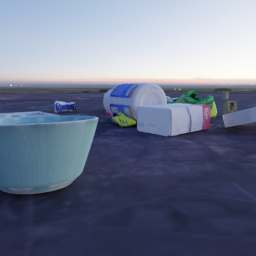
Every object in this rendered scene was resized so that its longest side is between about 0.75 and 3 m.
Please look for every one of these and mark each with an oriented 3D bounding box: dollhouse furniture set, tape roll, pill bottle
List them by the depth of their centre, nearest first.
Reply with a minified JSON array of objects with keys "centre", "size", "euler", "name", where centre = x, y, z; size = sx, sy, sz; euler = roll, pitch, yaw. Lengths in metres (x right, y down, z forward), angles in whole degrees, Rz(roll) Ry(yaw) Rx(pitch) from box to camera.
[{"centre":[4.453,-0.504,9.329],"size":[2.500,0.457,2.500],"euler":[-12,-3,-1],"name":"tape roll"},{"centre":[0.126,-1.011,11.258],"size":[1.561,1.561,2.785],"euler":[-5,10,-30],"name":"pill bottle"},{"centre":[5.046,-1.128,13.266],"size":[0.645,1.160,1.026],"euler":[-3,9,-16],"name":"dollhouse furniture set"}]

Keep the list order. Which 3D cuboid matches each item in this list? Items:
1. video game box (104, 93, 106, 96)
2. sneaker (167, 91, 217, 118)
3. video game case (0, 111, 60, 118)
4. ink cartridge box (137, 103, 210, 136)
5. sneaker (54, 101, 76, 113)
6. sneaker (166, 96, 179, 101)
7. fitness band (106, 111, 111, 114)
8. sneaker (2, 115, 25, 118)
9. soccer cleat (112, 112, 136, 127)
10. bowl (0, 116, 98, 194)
[{"centre":[-0.153,-1.908,16.875],"size":[1.995,0.467,1.817],"euler":[2,11,25],"name":"video game box"},{"centre":[2.721,-1.093,12.811],"size":[1.087,1.227,2.936],"euler":[-10,13,-44],"name":"sneaker"},{"centre":[-4.000,-0.348,10.749],"size":[2.502,0.302,2.745],"euler":[-7,12,-41],"name":"video game case"},{"centre":[1.503,-0.332,9.184],"size":[2.024,0.838,1.483],"euler":[-8,12,-41],"name":"ink cartridge box"},{"centre":[-3.394,-1.194,15.432],"size":[0.896,0.627,1.552],"euler":[0,7,10],"name":"sneaker"},{"centre":[2.619,-1.374,16.060],"size":[1.299,0.797,1.997],"euler":[4,10,16],"name":"sneaker"},{"centre":[-0.591,-0.852,14.578],"size":[1.171,0.219,0.841],"euler":[-5,10,-21],"name":"fitness band"},{"centre":[-3.094,0.089,6.964],"size":[1.013,0.744,2.238],"euler":[-15,13,-36],"name":"sneaker"},{"centre":[-0.192,-0.325,10.209],"size":[0.398,0.514,1.230],"euler":[-7,11,-39],"name":"soccer cleat"},{"centre":[-1.389,0.346,4.202],"size":[1.897,0.992,1.897],"euler":[0,5,0],"name":"bowl"}]
